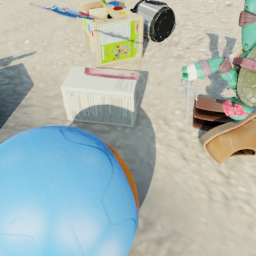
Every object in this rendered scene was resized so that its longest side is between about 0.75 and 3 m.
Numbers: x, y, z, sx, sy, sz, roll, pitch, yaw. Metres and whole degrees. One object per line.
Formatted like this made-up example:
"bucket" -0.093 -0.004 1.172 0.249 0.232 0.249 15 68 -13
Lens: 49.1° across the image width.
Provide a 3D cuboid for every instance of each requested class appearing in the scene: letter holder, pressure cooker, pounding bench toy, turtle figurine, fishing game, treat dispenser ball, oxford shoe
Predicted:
"letter holder" 2.515 -0.370 8.154 1.175 0.591 0.835 8 48 8
"pressure cooker" 0.888 -4.461 11.501 1.492 1.469 1.671 -45 57 -11
"pounding bench toy" -0.667 -4.025 10.152 1.727 2.779 2.168 -16 49 -15
"turtle figurine" 2.246 -1.217 5.379 2.097 2.801 1.410 2 22 -40
"fishing game" -1.150 -2.336 5.555 1.481 0.230 1.061 23 19 32
"treat dispenser ball" -1.234 1.391 4.864 2.873 2.873 2.873 0 46 0
"oxford shoe" 3.349 0.186 7.484 2.821 1.006 1.005 -23 64 -10

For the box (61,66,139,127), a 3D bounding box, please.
"box" -0.737 -0.923 8.185 2.034 1.300 1.108 7 46 6
